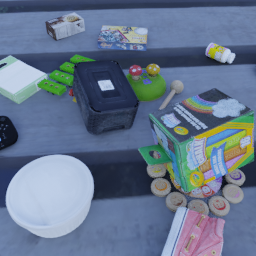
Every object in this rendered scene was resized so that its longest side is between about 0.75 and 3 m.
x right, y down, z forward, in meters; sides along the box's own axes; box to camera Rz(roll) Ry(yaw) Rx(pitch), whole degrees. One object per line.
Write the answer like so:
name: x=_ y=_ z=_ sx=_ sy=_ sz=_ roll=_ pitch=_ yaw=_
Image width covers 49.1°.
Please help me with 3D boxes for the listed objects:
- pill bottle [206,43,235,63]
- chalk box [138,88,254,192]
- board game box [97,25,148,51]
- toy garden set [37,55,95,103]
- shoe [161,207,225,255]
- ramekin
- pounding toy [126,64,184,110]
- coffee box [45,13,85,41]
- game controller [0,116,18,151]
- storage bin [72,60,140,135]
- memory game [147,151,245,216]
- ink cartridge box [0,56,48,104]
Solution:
pill bottle: x=3.755 y=-3.018 z=11.393 sx=1.082 sy=0.564 sz=0.564 roll=33 pitch=55 yaw=28
chalk box: x=1.539 y=0.351 z=6.875 sx=2.517 sy=1.560 sz=1.571 roll=-22 pitch=33 yaw=-8
board game box: x=-0.200 y=-4.018 z=12.472 sx=2.113 sy=0.366 sz=1.431 roll=5 pitch=47 yaw=4
toy garden set: x=-1.828 y=-1.763 z=10.322 sx=1.888 sy=0.452 sz=2.265 roll=22 pitch=50 yaw=22
shoe: x=1.290 y=2.738 z=5.667 sx=1.095 sy=0.860 sz=2.406 roll=8 pitch=42 yaw=22
ramekin: x=-1.783 y=1.669 z=6.713 sx=1.970 sy=0.918 sz=1.970 roll=0 pitch=46 yaw=0
pounding toy: x=0.770 y=-1.714 z=9.865 sx=2.128 sy=0.988 sz=1.643 roll=29 pitch=53 yaw=25
coffee box: x=-2.895 y=-4.696 z=12.935 sx=1.554 sy=0.620 sz=0.878 roll=-28 pitch=53 yaw=-24
game controller: x=-4.429 y=0.436 z=8.188 sx=2.274 sy=0.479 sz=1.186 roll=-27 pitch=52 yaw=-22
storage bin: x=-0.768 y=-1.031 z=8.876 sx=1.533 sy=1.063 sz=2.267 roll=-10 pitch=53 yaw=-22
memory game: x=1.834 y=1.232 z=7.627 sx=2.658 sy=0.169 sz=2.658 roll=0 pitch=47 yaw=0
ink cartridge box: x=-4.176 y=-1.823 z=10.309 sx=2.036 sy=0.488 sz=1.481 roll=27 pitch=52 yaw=23
